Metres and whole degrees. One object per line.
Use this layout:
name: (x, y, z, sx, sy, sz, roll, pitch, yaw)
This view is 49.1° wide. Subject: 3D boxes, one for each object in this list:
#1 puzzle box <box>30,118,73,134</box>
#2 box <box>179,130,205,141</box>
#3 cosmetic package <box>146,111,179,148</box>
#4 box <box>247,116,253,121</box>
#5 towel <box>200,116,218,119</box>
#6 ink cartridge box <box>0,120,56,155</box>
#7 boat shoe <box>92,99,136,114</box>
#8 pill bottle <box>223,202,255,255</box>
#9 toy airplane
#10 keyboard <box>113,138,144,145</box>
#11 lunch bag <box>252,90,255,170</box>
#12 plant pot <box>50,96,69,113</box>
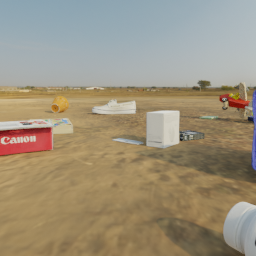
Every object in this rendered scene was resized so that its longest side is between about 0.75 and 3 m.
puzzle box: (-2.975, -0.087, 10.574, 1.598, 0.305, 2.402, -3, 8, -16)
box: (1.826, 0.233, 8.689, 0.853, 0.186, 0.683, -4, 9, -27)
cosmetic package: (0.957, 0.006, 7.633, 0.565, 0.920, 0.917, 6, 9, 35)
box: (6.308, -0.423, 13.334, 0.771, 0.206, 1.274, -3, 11, -18)
towel: (4.273, -0.546, 14.727, 0.676, 0.104, 0.887, 6, 11, 40)
ink cartridge box: (-2.720, 0.234, 6.779, 1.648, 0.691, 1.447, -5, 9, -32)
boat shoe: (-0.862, -1.332, 17.450, 2.744, 0.902, 0.987, 0, 8, -1)
pill bottle: (1.277, 0.937, 2.126, 0.570, 0.570, 1.023, -5, 10, -33)
toy airplane: (5.479, -1.328, 13.471, 1.184, 1.671, 1.678, -50, 3, -32)
keyboard: (-0.015, 0.391, 8.089, 1.004, 0.054, 0.283, 7, 15, 42)
lunch bag: (3.574, 0.110, 4.359, 2.577, 1.596, 2.191, 1, 3, 40)
plant pot: (-4.567, -1.451, 18.352, 1.062, 1.062, 0.972, 2, 23, 13)
